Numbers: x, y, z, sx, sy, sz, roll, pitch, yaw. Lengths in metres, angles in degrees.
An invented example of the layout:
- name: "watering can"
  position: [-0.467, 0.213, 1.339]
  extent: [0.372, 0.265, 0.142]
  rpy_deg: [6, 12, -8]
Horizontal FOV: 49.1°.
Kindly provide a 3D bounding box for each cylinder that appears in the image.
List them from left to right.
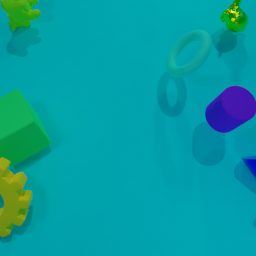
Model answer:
- name: "cylinder"
  position: [2.375, -0.417, 6.533]
  extent: [0.862, 0.862, 0.862]
  rpy_deg: [4, 70, -10]

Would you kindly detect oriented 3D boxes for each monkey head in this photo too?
- name: "monkey head"
  position: [3.094, -3.169, 7.879]
  extent: [0.747, 1.240, 0.892]
  rpy_deg: [42, 110, 20]

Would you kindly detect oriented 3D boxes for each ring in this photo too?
- name: "ring"
  position: [1.480, -1.841, 6.941]
  extent: [0.262, 1.312, 1.312]
  rpy_deg: [30, 69, -34]

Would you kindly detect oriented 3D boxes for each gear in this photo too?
- name: "gear"
  position: [-3.213, 1.534, 6.158]
  extent: [2.041, 0.377, 2.041]
  rpy_deg: [-2, 113, -4]

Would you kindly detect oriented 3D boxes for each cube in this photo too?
- name: "cube"
  position: [-2.754, 0.005, 6.782]
  extent: [1.149, 1.149, 1.149]
  rpy_deg: [-30, 60, -10]

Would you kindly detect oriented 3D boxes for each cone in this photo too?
- name: "cone"
  position: [3.315, 1.160, 6.791]
  extent: [0.922, 0.922, 0.925]
  rpy_deg: [-6, 87, -2]

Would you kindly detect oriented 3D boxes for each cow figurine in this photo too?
- name: "cow figurine"
  position: [-3.131, -3.288, 7.854]
  extent: [1.349, 1.371, 0.752]
  rpy_deg: [-8, 91, 21]
